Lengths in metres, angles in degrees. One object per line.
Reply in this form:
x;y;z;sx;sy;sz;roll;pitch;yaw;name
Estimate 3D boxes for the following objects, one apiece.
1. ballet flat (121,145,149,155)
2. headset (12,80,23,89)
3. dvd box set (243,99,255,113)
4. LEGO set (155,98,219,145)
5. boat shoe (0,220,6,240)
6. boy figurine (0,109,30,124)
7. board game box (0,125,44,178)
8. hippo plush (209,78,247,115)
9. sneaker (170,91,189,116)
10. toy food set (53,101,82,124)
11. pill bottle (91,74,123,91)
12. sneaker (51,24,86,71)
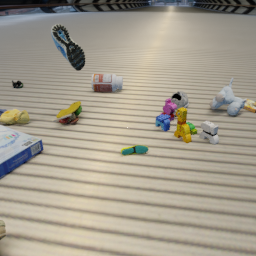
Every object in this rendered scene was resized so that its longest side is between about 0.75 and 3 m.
0.199;0.679;9.019;0.906;0.303;0.304;-7;16;-10;ballet flat
-5.757;-2.234;14.489;0.789;0.371;0.487;35;45;25;headset
5.341;-0.981;12.197;0.774;0.156;1.058;-15;32;-27;dvd box set
1.899;-0.355;10.023;1.044;1.124;2.738;-21;35;-32;LEGO set
-3.257;2.641;4.879;0.865;0.960;2.662;49;40;10;boat shoe
-4.638;-0.497;10.921;1.707;0.550;1.062;9;27;21;boy figurine
-4.253;0.738;8.658;2.246;0.489;2.257;16;32;27;board game box
4.213;-1.061;11.731;1.152;1.141;1.433;41;61;9;hippo plush
2.219;-1.236;11.980;0.736;0.807;1.969;8;30;15;sneaker
-2.257;-0.481;11.004;0.969;0.538;1.648;-19;22;16;toy food set
-1.016;-2.238;13.817;1.492;0.837;0.837;2;28;2;pill bottle
-2.321;-3.096;10.872;0.733;1.870;0.841;-37;22;-18;sneaker
